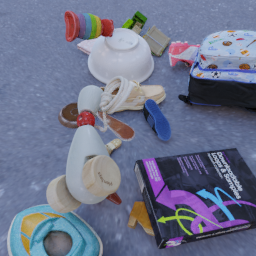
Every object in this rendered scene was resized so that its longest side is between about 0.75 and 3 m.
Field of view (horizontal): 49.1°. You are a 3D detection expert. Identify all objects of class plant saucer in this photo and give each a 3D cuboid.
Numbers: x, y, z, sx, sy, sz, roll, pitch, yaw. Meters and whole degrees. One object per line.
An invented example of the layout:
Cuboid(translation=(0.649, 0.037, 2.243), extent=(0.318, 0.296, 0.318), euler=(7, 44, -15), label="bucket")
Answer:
Cuboid(translation=(-1.695, -0.473, 9.117), extent=(1.180, 0.189, 1.180), euler=(-1, 47, 1), label="plant saucer")

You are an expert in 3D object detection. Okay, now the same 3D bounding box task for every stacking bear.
Cuboid(translation=(-1.196, -3.347, 9.305), extent=(1.568, 0.952, 0.892), euler=(-9, 17, -32), label="stacking bear")

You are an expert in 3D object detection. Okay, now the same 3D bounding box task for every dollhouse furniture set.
Cuboid(translation=(0.672, -3.793, 12.010), extent=(1.971, 0.989, 1.291), euler=(38, 59, -5), label="dollhouse furniture set")

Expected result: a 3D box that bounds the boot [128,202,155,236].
Cuboid(translation=(0.509, 2.108, 6.597), extent=(0.968, 0.341, 0.693), euler=(12, 54, 19), label="boot")

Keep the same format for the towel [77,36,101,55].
Cuboid(translation=(-0.786, -3.502, 11.822), extent=(1.934, 0.326, 2.025), euler=(35, 55, 28), label="towel")

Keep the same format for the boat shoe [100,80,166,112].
Cuboid(translation=(0.097, -1.126, 9.211), extent=(2.434, 0.842, 0.897), euler=(-12, 41, -12), label="boat shoe")

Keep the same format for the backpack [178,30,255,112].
Cuboid(translation=(3.368, -2.013, 9.294), extent=(2.897, 2.232, 2.760), euler=(11, 37, 14), label="backpack")

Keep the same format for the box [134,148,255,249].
Cuboid(translation=(1.820, 1.541, 6.818), extent=(2.929, 0.529, 2.094), euler=(-5, 47, -16), label="box")

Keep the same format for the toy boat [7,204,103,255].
Cuboid(translation=(-1.347, 1.999, 6.122), extent=(2.184, 1.207, 2.598), euler=(22, 51, 20), label="toy boat")

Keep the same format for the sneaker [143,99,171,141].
Cuboid(translation=(0.881, -0.189, 8.691), extent=(0.503, 0.558, 1.433), euler=(-17, 71, -16), label="sneaker")

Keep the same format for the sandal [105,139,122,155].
Cuboid(translation=(-0.606, 0.569, 8.029), extent=(0.392, 0.352, 1.069), euler=(34, 56, 27), label="sandal")

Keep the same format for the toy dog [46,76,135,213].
Cuboid(translation=(-0.571, 0.488, 6.081), extent=(1.952, 1.425, 2.959), euler=(-5, 58, 45), label="toy dog")

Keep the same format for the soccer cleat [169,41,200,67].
Cuboid(translation=(2.753, -2.827, 10.989), extent=(2.516, 0.962, 0.839), euler=(0, 13, -18), label="soccer cleat")

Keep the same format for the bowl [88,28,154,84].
Cuboid(translation=(-0.250, -2.866, 10.463), extent=(2.604, 1.170, 2.604), euler=(1, 55, -1), label="bowl")
